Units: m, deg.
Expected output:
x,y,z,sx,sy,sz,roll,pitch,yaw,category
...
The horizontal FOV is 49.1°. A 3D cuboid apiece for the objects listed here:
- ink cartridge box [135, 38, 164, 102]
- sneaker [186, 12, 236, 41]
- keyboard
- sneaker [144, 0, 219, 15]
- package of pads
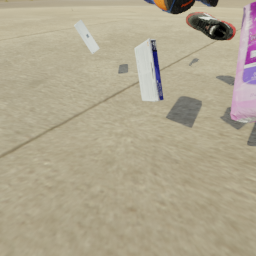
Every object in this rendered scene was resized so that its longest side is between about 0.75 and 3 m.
x,y,z,sx,sy,sz,roll,pitch,yaw,category
0.560,-1.375,6.870,0.297,1.458,1.461,-11,9,-11,ink cartridge box
2.468,-3.100,8.523,1.600,0.566,0.782,28,34,14,sneaker
-1.667,-3.680,11.312,0.394,1.399,0.075,-33,-1,12,keyboard
0.792,-2.232,3.961,0.925,0.888,2.358,30,37,23,sneaker
2.672,-1.205,4.938,0.864,2.283,1.376,11,-4,-30,package of pads
